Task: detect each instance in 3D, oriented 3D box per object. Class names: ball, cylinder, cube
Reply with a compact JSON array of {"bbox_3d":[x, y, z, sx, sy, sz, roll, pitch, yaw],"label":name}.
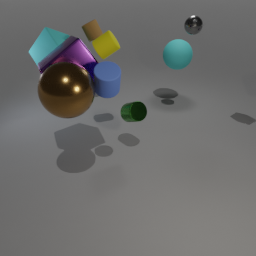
[{"bbox_3d":[-1.520,-0.936,6.975,1.400,1.400,1.400,0,29,0],"label":"ball"},{"bbox_3d":[-1.541,-4.215,12.104,0.700,0.700,0.700,-23,24,11],"label":"cylinder"},{"bbox_3d":[-1.653,-1.709,8.321,1.400,1.400,1.400,-41,28,-1],"label":"cube"},{"bbox_3d":[0.195,-0.556,9.746,0.700,0.700,0.700,-17,7,-27],"label":"cylinder"},{"bbox_3d":[2.362,-3.488,13.332,1.400,1.400,1.400,0,29,0],"label":"ball"},{"bbox_3d":[-0.547,-1.265,7.373,0.700,0.700,0.700,2,56,-4],"label":"cylinder"},{"bbox_3d":[2.508,-3.937,10.732,0.700,0.700,0.700,0,29,0],"label":"ball"},{"bbox_3d":[-0.738,-2.818,9.505,0.700,0.700,0.700,-30,25,16],"label":"cylinder"},{"bbox_3d":[-3.072,-3.180,12.026,1.400,1.400,1.400,55,27,18],"label":"cube"}]
